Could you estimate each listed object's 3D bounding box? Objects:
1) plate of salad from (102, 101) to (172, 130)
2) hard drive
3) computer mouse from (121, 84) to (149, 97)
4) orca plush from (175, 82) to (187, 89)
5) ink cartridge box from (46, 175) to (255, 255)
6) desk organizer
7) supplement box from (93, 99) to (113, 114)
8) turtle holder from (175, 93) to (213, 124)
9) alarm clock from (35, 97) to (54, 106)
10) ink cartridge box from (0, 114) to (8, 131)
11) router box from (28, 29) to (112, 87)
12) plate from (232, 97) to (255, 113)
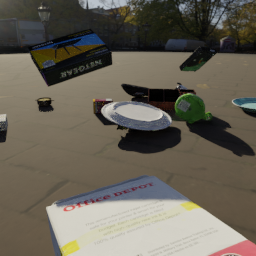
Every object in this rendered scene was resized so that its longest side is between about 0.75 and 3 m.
[{"bbox_3d":[0.333,-0.410,11.072,2.797,0.672,2.797,8,25,-4],"label":"plate of salad"},{"bbox_3d":[3.065,-3.004,12.337,1.002,0.271,1.434,-4,-24,-32],"label":"hard drive"},{"bbox_3d":[0.947,-1.901,15.478,2.674,0.615,1.877,7,14,-13],"label":"computer mouse"},{"bbox_3d":[2.855,-1.803,15.415,1.117,0.755,2.123,44,24,-9],"label":"orca plush"},{"bbox_3d":[0.206,1.673,3.395,1.859,1.068,2.561,-11,16,-22],"label":"ink cartridge box"},{"bbox_3d":[2.083,-1.384,13.492,2.266,0.873,0.813,2,19,5],"label":"desk organizer"},{"bbox_3d":[-1.151,-1.016,12.880,0.905,0.593,0.467,-2,19,-8],"label":"supplement box"},{"bbox_3d":[2.741,-0.864,11.601,1.516,1.152,1.076,3,16,16],"label":"turtle holder"},{"bbox_3d":[-4.304,-1.338,14.172,1.040,0.346,0.701,14,24,29],"label":"alarm clock"},{"bbox_3d":[-5.044,-0.192,10.810,0.686,0.413,0.944,-7,19,-18],"label":"ink cartridge box"},{"bbox_3d":[-1.723,-2.171,8.413,2.079,0.531,1.551,-24,52,-18],"label":"router box"},{"bbox_3d":[6.272,-1.060,13.443,2.444,0.312,2.444,-1,19,0],"label":"plate"}]
